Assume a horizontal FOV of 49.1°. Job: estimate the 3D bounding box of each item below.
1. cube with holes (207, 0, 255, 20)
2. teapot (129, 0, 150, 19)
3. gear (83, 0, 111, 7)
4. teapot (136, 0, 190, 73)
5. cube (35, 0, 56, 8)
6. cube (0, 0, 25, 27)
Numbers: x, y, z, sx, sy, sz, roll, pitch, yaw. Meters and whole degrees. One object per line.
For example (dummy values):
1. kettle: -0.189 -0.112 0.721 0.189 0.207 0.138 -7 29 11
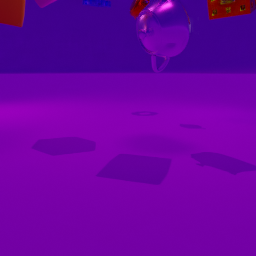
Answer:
1. cube with holes: 2.640 -3.416 7.003 1.009 1.009 1.009 6 34 37
2. teapot: 0.369 -3.967 9.316 0.532 0.676 1.087 23 -21 -24
3. gear: -1.311 -5.266 11.810 1.177 0.218 1.177 4 19 -1
4. teapot: 0.639 -2.086 5.760 0.954 1.948 1.211 -23 37 -25
5. cube: -1.539 -3.229 5.576 1.047 1.047 1.047 -27 26 20
6. cube: -3.168 -3.318 7.089 1.047 1.047 1.047 5 34 -20
